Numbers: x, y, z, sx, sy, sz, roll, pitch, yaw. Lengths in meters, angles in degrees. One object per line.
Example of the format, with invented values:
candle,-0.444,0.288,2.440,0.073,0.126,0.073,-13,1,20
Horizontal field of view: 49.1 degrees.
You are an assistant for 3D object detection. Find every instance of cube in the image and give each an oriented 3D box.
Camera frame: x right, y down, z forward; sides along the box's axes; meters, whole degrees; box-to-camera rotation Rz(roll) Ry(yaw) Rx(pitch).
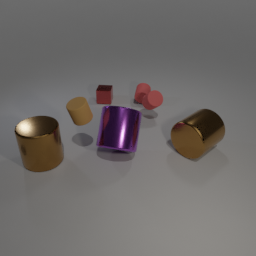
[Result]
cube,-1.115,-1.611,13.425,0.700,0.700,0.700,3,31,5

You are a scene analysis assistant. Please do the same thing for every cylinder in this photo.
cylinder,0.697,-1.647,13.218,0.700,0.700,0.700,5,48,9
cylinder,-0.302,0.055,9.674,1.400,1.400,1.400,9,-5,1
cylinder,-2.958,0.514,9.453,1.400,1.400,1.400,0,33,0
cylinder,-1.591,-0.554,9.239,0.700,0.700,0.700,-10,42,9
cylinder,2.478,0.189,9.954,1.400,1.400,1.400,-28,42,-36
cylinder,1.023,-1.164,11.774,0.700,0.700,0.700,-13,-4,-19
